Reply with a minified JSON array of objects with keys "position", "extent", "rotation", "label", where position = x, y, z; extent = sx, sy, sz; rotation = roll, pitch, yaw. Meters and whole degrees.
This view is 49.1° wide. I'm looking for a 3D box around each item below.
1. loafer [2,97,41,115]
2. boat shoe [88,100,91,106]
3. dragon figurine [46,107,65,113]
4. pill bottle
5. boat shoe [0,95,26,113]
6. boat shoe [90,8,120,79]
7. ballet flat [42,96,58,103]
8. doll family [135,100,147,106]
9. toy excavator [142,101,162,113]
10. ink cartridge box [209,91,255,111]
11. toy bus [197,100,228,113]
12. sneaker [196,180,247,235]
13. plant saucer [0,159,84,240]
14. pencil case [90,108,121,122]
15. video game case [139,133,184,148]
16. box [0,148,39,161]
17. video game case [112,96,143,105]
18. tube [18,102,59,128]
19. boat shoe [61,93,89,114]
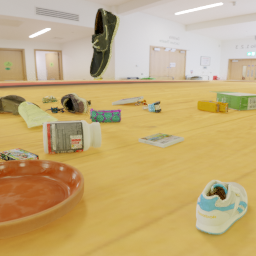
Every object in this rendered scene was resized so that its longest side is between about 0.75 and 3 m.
[{"position":[-5.168,-0.934,13.626],"extent":[2.049,0.691,0.779],"rotation":[19,20,10],"label":"loafer"},{"position":[-2.736,-1.542,17.018],"extent":[1.088,0.368,0.391],"rotation":[4,14,22],"label":"boat shoe"},{"position":[-3.746,-0.917,14.311],"extent":[1.010,0.297,0.502],"rotation":[-5,13,-25],"label":"dragon figurine"},{"position":[-1.543,0.232,7.769],"extent":[1.520,0.880,0.880],"rotation":[-3,13,-14],"label":"pill bottle"},{"position":[-6.463,-1.211,14.249],"extent":[2.524,0.956,0.906],"rotation":[-10,14,-44],"label":"boat shoe"},{"position":[-1.175,-3.421,11.438],"extent":[1.019,2.838,0.960],"rotation":[9,-5,45],"label":"boat shoe"},{"position":[-5.127,-1.915,18.490],"extent":[0.469,0.469,1.326],"rotation":[7,14,28],"label":"ballet flat"},{"position":[0.823,-1.572,17.089],"extent":[0.826,0.372,0.513],"rotation":[-8,12,-25],"label":"doll family"},{"position":[1.214,-1.092,14.793],"extent":[1.078,0.539,1.049],"rotation":[-6,9,16],"label":"toy excavator"},{"position":[6.122,-1.632,16.297],"extent":[1.445,0.825,2.783],"rotation":[-5,13,-20],"label":"ink cartridge box"},{"position":[4.450,-1.128,14.720],"extent":[0.634,0.527,1.619],"rotation":[-8,15,-31],"label":"toy bus"},{"position":[1.554,1.110,4.466],"extent":[0.562,0.593,1.468],"rotation":[7,13,35],"label":"sneaker"},{"position":[-2.054,1.138,4.768],"extent":[2.606,0.421,2.606],"rotation":[-1,12,0],"label":"plant saucer"},{"position":[-0.947,-0.538,11.822],"extent":[1.314,0.607,0.559],"rotation":[0,42,-6],"label":"pencil case"},{"position":[1.061,0.374,8.892],"extent":[0.997,0.125,1.096],"rotation":[12,18,42],"label":"video game case"},{"position":[-2.773,0.736,7.120],"extent":[0.995,0.173,0.547],"rotation":[10,16,40],"label":"box"},{"position":[0.026,-1.749,17.825],"extent":[1.483,0.187,2.071],"rotation":[-6,10,19],"label":"video game case"},{"position":[-3.898,-0.487,11.628],"extent":[0.775,0.866,2.984],"rotation":[41,-10,-33],"label":"tube"},{"position":[-2.974,-1.282,14.562],"extent":[0.851,0.944,2.626],"rotation":[-3,18,-37],"label":"boat shoe"}]
